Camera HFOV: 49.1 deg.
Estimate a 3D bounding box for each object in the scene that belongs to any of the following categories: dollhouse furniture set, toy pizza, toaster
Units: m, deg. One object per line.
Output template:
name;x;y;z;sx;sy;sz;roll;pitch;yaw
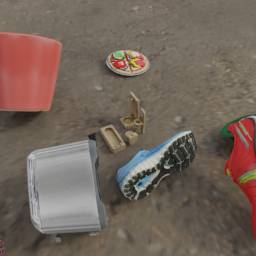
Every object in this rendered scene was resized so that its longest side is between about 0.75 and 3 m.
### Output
dollhouse furniture set;-0.130;-0.155;7.455;1.111;0.906;1.057;-21;49;-19
toy pizza;0.003;-2.390;9.970;1.535;0.243;1.535;3;47;-3
toaster;-1.202;1.132;5.676;1.379;1.213;2.135;-8;75;-7

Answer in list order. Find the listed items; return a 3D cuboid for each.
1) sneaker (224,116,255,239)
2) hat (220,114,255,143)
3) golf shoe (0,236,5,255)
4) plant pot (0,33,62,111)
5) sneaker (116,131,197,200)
sneaker;2.653;1.061;5.985;1.126;1.021;2.653;-14;64;39
hat;3.160;0.480;7.257;1.166;1.239;1.408;-15;17;42
golf shoe;-2.627;2.593;5.020;0.671;0.529;1.456;-37;43;18
plant pot;-2.904;-1.437;7.686;2.124;1.880;2.124;2;7;0
sneaker;0.636;0.673;6.608;2.241;0.878;1.008;-30;30;-16
